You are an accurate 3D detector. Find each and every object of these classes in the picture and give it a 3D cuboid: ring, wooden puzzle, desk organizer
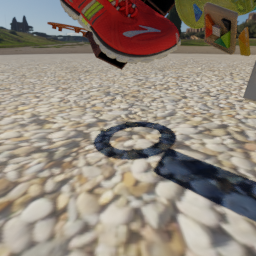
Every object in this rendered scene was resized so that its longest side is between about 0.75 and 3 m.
[{"bbox_3d":[-1.695,-3.471,10.159,2.429,0.233,2.429,11,15,-3],"label":"ring"},{"bbox_3d":[1.521,-1.641,4.673,0.138,0.794,1.178,-34,44,-16],"label":"wooden puzzle"},{"bbox_3d":[0.170,-3.092,7.431,1.053,2.935,1.130,18,36,-40],"label":"desk organizer"}]

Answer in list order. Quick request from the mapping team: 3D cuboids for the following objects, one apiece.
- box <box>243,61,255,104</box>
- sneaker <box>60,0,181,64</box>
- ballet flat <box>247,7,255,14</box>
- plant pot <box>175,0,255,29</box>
[{"bbox_3d":[2.683,-1.149,4.959,0.612,1.575,0.748,22,10,40],"label":"box"},{"bbox_3d":[-0.327,-1.998,4.415,2.672,1.134,1.029,39,69,21],"label":"sneaker"},{"bbox_3d":[4.047,-3.901,8.674,1.147,0.426,0.426,-16,17,4],"label":"ballet flat"},{"bbox_3d":[2.056,-3.007,6.209,1.506,1.506,1.384,-11,21,-30],"label":"plant pot"}]
